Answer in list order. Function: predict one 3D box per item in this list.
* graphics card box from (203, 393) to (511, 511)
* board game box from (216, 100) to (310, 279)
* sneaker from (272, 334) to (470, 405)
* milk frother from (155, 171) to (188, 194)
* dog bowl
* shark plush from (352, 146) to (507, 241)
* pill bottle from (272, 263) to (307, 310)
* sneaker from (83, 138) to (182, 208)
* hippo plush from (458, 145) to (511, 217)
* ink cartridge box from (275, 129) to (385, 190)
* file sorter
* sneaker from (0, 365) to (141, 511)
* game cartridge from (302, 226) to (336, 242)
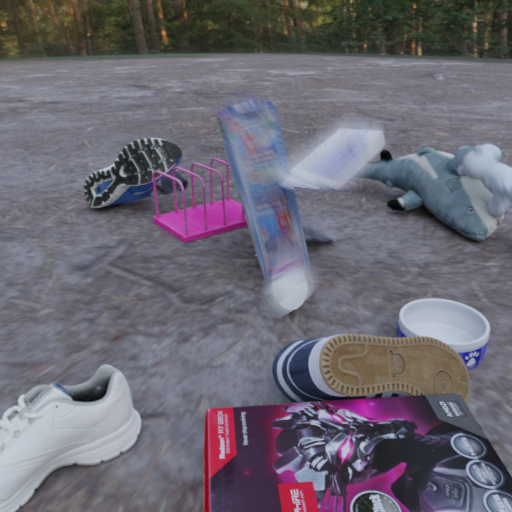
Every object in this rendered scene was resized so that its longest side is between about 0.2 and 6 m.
[{"bbox_3d":[0.922,2.221,5.415,2.862,0.728,1.795,-1,25,-4],"label":"graphics card box"},{"bbox_3d":[0.094,-1.256,10.224,0.916,2.968,2.970,-16,17,-1],"label":"board game box"},{"bbox_3d":[1.374,1.451,6.855,2.474,0.867,1.342,14,-22,-30],"label":"sneaker"},{"bbox_3d":[-2.253,-2.258,14.537,0.927,1.027,0.966,-12,28,-32],"label":"milk frother"},{"bbox_3d":[2.657,1.116,8.022,1.231,0.485,1.231,0,25,0],"label":"dog bowl"},{"bbox_3d":[3.686,-1.702,12.787,4.270,1.940,1.779,32,72,33],"label":"shark plush"},{"bbox_3d":[0.534,0.494,8.950,0.559,0.559,0.995,0,16,0],"label":"pill bottle"},{"bbox_3d":[-2.735,-1.915,12.963,2.630,1.033,1.172,-21,-5,27],"label":"sneaker"},{"bbox_3d":[4.571,-1.510,10.991,1.213,1.201,1.508,38,52,20],"label":"hippo plush"},{"bbox_3d":[1.181,-1.448,8.790,0.850,0.333,1.796,15,45,43],"label":"ink cartridge box"},{"bbox_3d":[-1.052,-1.334,12.257,2.056,1.290,1.429,-18,30,-33],"label":"file sorter"},{"bbox_3d":[-2.353,1.871,5.805,2.374,1.034,0.884,-23,34,-38],"label":"sneaker"},{"bbox_3d":[1.177,-0.448,11.209,0.566,0.168,0.873,23,7,37],"label":"game cartridge"}]
